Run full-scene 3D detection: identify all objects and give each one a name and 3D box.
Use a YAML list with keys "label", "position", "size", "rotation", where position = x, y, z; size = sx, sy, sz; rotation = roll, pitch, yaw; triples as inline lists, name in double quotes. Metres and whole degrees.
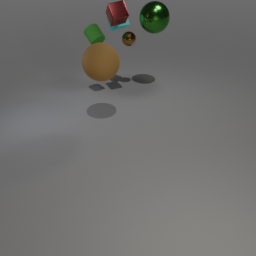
- label: "cube"
  position: [-0.467, -5.037, 13.103]
  size: [0.700, 0.700, 0.700]
  rotation: [-23, 15, -30]
- label: "cube"
  position: [-0.453, -4.766, 11.675]
  size: [0.700, 0.700, 0.700]
  rotation: [-20, 0, -14]
- label: "ball"
  position: [0.046, -4.374, 13.742]
  size: [0.700, 0.700, 0.700]
  rotation: [0, 31, 0]
- label: "ball"
  position: [1.218, -5.080, 12.890]
  size: [1.400, 1.400, 1.400]
  rotation: [0, 31, 0]
- label: "cylinder"
  position: [-1.467, -4.072, 12.280]
  size: [0.700, 0.700, 0.700]
  rotation: [-27, 81, -37]
- label: "ball"
  position: [-1.003, -2.427, 10.355]
  size: [1.400, 1.400, 1.400]
  rotation: [0, 31, 0]
